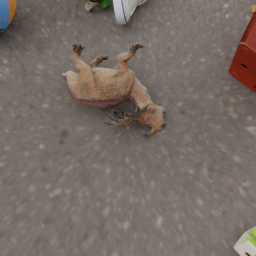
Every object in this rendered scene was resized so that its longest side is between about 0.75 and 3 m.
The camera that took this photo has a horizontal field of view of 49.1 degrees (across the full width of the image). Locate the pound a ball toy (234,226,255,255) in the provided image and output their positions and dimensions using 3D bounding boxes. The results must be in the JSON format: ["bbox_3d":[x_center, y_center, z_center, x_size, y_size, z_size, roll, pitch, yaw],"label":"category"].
[{"bbox_3d":[2.969,2.694,5.598,0.973,0.634,1.493,-27,66,-39],"label":"pound a ball toy"}]

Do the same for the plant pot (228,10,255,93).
[{"bbox_3d":[3.945,-1.952,6.619,2.617,2.619,2.308,42,88,16],"label":"plant pot"}]

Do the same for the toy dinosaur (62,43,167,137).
[{"bbox_3d":[-0.544,-0.901,6.846,2.980,1.279,2.020,6,88,15],"label":"toy dinosaur"}]

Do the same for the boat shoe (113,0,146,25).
[{"bbox_3d":[0.270,-4.253,8.375,1.230,1.065,2.884,-1,57,11],"label":"boat shoe"}]

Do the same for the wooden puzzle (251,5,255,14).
[{"bbox_3d":[4.762,-3.116,8.349,2.370,0.167,1.406,29,69,12],"label":"wooden puzzle"}]

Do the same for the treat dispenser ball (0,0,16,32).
[{"bbox_3d":[-4.107,-3.503,7.542,2.022,2.022,2.022,0,66,0],"label":"treat dispenser ball"}]

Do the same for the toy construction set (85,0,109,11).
[{"bbox_3d":[-1.101,-4.827,8.388,2.606,2.002,2.173,-50,29,-1],"label":"toy construction set"}]
